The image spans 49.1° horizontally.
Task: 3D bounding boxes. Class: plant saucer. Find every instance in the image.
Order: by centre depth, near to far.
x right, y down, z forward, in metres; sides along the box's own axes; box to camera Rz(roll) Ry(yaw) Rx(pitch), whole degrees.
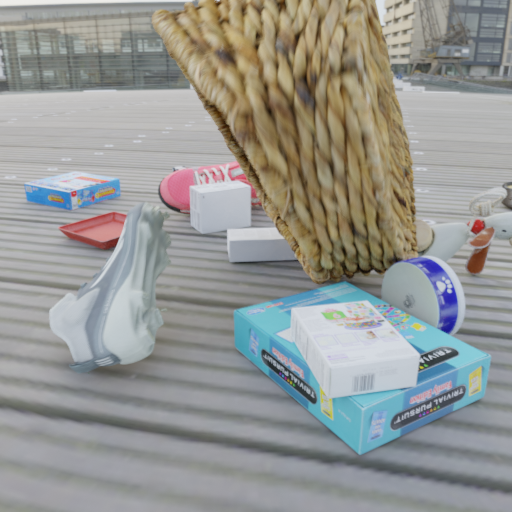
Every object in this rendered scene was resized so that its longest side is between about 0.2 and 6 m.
[{"bbox_3d":[-2.952,-0.500,11.248,1.437,0.264,1.440,15,26,34],"label":"plant saucer"}]

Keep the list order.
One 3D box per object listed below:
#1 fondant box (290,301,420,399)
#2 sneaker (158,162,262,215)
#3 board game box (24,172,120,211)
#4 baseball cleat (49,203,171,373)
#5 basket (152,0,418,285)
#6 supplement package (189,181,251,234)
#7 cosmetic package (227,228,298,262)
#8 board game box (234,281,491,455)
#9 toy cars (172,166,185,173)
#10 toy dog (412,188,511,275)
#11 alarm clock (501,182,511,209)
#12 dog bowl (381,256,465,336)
[{"bbox_3d":[0.962,0.913,5.770,0.912,0.368,1.264,-5,22,-12],"label":"fondant box"},{"bbox_3d":[-0.715,-1.742,12.610,2.995,1.104,1.299,-10,-13,-25],"label":"sneaker"},{"bbox_3d":[-4.559,-1.649,13.979,1.654,0.462,1.620,13,24,30],"label":"board game box"},{"bbox_3d":[-1.889,0.281,7.284,1.498,0.981,2.814,-16,34,7],"label":"baseball cleat"},{"bbox_3d":[0.461,-1.331,7.831,3.028,4.064,2.901,-6,56,21],"label":"basket"},{"bbox_3d":[-0.746,-1.031,11.752,1.137,0.886,0.630,-10,23,-25],"label":"supplement package"},{"bbox_3d":[0.378,-0.212,10.208,1.784,0.452,0.736,-2,21,-5],"label":"cosmetic package"},{"bbox_3d":[1.106,1.119,6.542,1.811,0.563,2.399,-12,24,-29],"label":"board game box"},{"bbox_3d":[-1.815,-2.375,16.127,1.494,0.331,0.670,5,19,22],"label":"toy cars"},{"bbox_3d":[3.243,-0.089,9.006,2.137,1.029,1.409,-22,-31,26],"label":"toy dog"},{"bbox_3d":[6.430,-1.441,13.280,1.173,0.579,1.739,6,24,18],"label":"alarm clock"},{"bbox_3d":[2.130,0.569,7.243,0.432,1.098,1.098,-10,23,-25],"label":"dog bowl"}]
